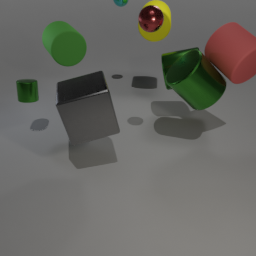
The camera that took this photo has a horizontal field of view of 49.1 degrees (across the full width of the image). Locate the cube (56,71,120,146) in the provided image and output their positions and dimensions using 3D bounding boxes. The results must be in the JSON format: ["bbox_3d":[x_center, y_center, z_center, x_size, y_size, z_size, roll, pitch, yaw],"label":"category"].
[{"bbox_3d":[-1.141,-0.587,7.951,1.400,1.400,1.400,-16,35,-3],"label":"cube"}]

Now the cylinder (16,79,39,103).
[{"bbox_3d":[-3.485,-1.296,9.731,0.700,0.700,0.700,2,21,-1],"label":"cylinder"}]

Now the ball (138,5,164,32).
[{"bbox_3d":[0.629,-2.982,7.659,0.700,0.700,0.700,0,30,0],"label":"ball"}]

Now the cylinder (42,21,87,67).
[{"bbox_3d":[-2.513,-3.323,11.010,1.400,1.400,1.400,-15,39,-23],"label":"cylinder"}]

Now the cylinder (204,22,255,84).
[{"bbox_3d":[3.396,-2.354,8.834,1.400,1.400,1.400,-16,54,-25],"label":"cylinder"}]

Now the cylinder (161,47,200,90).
[{"bbox_3d":[2.078,-2.259,10.721,1.400,1.400,1.400,-8,29,13],"label":"cylinder"}]

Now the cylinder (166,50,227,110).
[{"bbox_3d":[2.178,-1.521,9.006,1.400,1.400,1.400,38,18,-26],"label":"cylinder"}]

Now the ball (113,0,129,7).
[{"bbox_3d":[-0.311,-5.695,12.276,0.700,0.700,0.700,0,30,0],"label":"ball"}]

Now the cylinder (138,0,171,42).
[{"bbox_3d":[1.190,-4.726,12.343,1.400,1.400,1.400,3,38,6],"label":"cylinder"}]
